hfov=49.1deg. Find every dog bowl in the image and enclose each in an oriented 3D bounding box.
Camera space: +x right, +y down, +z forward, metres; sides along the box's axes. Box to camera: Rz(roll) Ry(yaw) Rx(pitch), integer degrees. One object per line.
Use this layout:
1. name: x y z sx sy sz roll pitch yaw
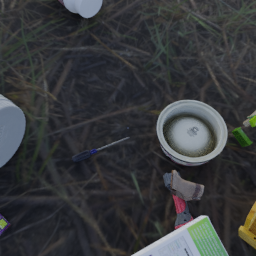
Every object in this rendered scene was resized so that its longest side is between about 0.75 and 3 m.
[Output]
1. dog bowl: 1.861 0.216 8.501 2.096 0.773 2.096 0 62 0

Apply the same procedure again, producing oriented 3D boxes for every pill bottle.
1. pill bottle: -2.242 -5.577 11.163 1.464 1.464 2.592 -37 69 -17

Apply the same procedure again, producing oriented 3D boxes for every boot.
1. boot: 1.526 1.495 7.222 0.841 1.150 0.404 6 51 12

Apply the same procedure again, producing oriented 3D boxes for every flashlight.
1. flashlight: 1.373 2.083 7.619 0.604 0.602 1.777 -9 64 -9

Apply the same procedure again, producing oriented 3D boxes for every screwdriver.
1. screwdriver: -0.816 0.645 8.599 1.863 0.271 0.260 -20 64 -13

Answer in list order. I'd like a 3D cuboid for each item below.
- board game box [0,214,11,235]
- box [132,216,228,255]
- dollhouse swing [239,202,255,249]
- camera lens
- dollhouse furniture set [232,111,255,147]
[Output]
1. board game box: -3.683 2.549 7.645 0.846 0.137 0.508 37 64 18
2. box: 1.124 3.583 6.468 2.769 0.503 1.998 -25 80 -10
3. dollhouse swing: 3.715 2.277 7.107 1.371 1.326 1.508 37 67 18
4. camera lens: -4.693 -0.220 7.880 2.807 2.246 2.246 23 65 12
5. dollhouse furniture set: 4.009 -0.118 8.699 1.547 0.773 0.597 -36 87 -17
